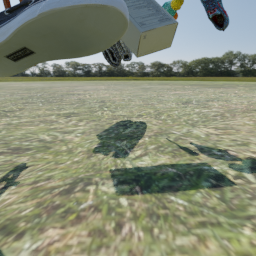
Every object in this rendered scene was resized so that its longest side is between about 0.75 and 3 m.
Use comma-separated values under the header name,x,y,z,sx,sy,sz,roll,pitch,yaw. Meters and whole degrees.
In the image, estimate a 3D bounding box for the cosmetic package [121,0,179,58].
name,x,y,z,sx,sy,sz,roll,pitch,yaw
cosmetic package,0.164,-3.033,7.543,1.181,0.834,2.282,-22,62,-22

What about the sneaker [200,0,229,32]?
name,x,y,z,sx,sy,sz,roll,pitch,yaw
sneaker,3.058,-4.209,9.849,0.685,1.726,0.825,-28,17,34

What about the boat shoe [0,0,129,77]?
name,x,y,z,sx,sy,sz,roll,pitch,yaw
boat shoe,-1.228,-1.471,4.003,2.769,0.917,0.968,-10,-22,32

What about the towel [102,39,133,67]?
name,x,y,z,sx,sy,sz,roll,pitch,yaw
towel,-0.708,-3.745,10.806,1.110,2.594,2.148,-21,18,11

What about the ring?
name,x,y,z,sx,sy,sz,roll,pitch,yaw
ring,-2.418,-2.550,6.464,0.214,2.229,2.229,-14,13,-3

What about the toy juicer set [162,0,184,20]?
name,x,y,z,sx,sy,sz,roll,pitch,yaw
toy juicer set,1.401,-3.695,9.031,0.633,2.326,1.480,30,14,-17
